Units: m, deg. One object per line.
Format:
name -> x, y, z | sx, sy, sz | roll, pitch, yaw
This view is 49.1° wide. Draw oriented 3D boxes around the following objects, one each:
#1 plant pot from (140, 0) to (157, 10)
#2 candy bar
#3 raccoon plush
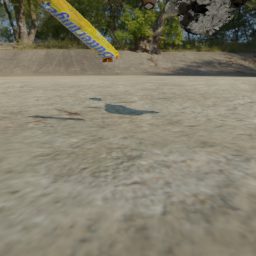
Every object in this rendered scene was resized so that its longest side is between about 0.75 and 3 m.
plant pot -> 0.662, -4.258, 9.069 | 0.732, 0.783, 0.732 | -1, -19, 0
candy bar -> -1.019, -2.112, 5.876 | 0.563, 0.250, 2.257 | -6, -31, 41
raccoon plush -> 2.179, -3.120, 6.775 | 2.658, 1.286, 1.781 | 0, 36, 11
